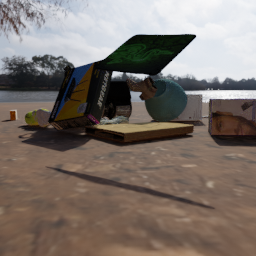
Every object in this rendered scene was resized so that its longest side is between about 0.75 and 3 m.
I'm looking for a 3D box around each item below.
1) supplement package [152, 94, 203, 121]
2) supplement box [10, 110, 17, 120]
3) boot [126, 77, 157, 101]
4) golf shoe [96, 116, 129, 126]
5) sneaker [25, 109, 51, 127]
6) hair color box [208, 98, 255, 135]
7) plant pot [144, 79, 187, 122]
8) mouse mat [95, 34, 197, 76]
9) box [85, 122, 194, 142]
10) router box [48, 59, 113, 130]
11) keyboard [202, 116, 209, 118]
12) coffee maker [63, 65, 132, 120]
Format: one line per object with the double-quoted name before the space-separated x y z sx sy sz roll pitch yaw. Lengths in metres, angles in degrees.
"supplement package" 2.365 -1.022 13.685 2.213 1.294 1.298 -1 7 -7
"supplement box" -5.767 -0.658 14.108 0.282 0.484 0.768 -4 7 -17
"boot" 0.615 -1.813 11.783 0.981 1.342 0.471 -42 -1 43
"golf shoe" -0.490 -0.098 10.119 1.291 0.505 0.627 -9 27 -22
"sneaker" -3.361 -0.453 11.467 1.889 0.715 0.992 5 8 40
"hair color box" 3.655 -0.363 8.841 2.104 1.150 0.682 0 8 8
"plant pot" 1.543 -1.446 12.683 1.979 1.979 1.333 4 -22 29
"mouse mat" 0.401 -2.037 7.525 2.372 0.089 1.909 16 53 44
"box" 0.337 0.054 8.963 2.750 0.292 2.248 -6 8 -36
"router box" -1.619 -1.190 9.892 1.839 2.465 0.630 -9 -36 28
"keyboard" 4.324 -0.636 15.592 1.636 0.087 0.461 -4 8 -34
"coffee maker" -1.272 -1.444 12.132 2.598 2.496 1.750 -3 2 -30
